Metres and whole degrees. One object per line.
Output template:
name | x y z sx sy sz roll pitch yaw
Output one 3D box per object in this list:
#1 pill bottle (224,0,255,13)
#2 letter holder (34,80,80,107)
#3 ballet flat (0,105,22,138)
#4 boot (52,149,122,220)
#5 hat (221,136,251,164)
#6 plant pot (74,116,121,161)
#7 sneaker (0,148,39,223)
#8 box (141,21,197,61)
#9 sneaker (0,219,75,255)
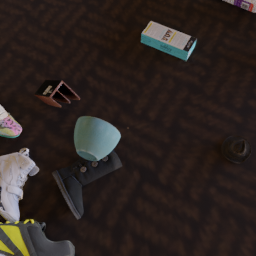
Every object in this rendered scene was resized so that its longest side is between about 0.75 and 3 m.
pill bottle | 3.424 -4.557 8.870 1.988 1.108 1.108 31 67 15
letter holder | -1.749 -0.777 6.987 1.010 0.718 0.508 15 66 52
ballet flat | -3.567 -0.422 6.892 2.093 0.745 0.723 21 27 13
boot | -0.783 1.148 6.326 1.496 0.491 1.233 -26 68 -18
hat | 2.650 0.451 6.746 0.766 0.309 0.766 0 62 1
plant pot | -0.721 0.296 5.795 0.974 0.974 0.656 17 64 9
sneaker | -2.442 1.198 6.176 0.944 0.617 1.643 -25 62 -9
box | 1.188 -2.580 8.264 1.510 0.371 0.621 27 66 13
sneaker | -2.252 2.250 5.562 2.617 0.975 1.107 28 60 4
